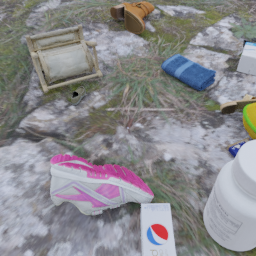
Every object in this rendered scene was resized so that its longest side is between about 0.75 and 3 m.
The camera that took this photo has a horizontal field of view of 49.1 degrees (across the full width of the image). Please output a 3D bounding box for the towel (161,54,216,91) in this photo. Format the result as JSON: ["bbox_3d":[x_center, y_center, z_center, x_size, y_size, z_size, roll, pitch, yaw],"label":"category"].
[{"bbox_3d":[2.276,-2.158,10.618,1.088,0.473,1.949,-35,56,-27],"label":"towel"}]

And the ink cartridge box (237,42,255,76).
[{"bbox_3d":[4.797,-2.700,10.919,0.760,0.763,1.041,19,49,16],"label":"ink cartridge box"}]

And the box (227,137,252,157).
[{"bbox_3d":[3.547,0.874,7.992,0.782,0.209,1.291,-19,51,-17],"label":"box"}]

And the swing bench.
[{"bbox_3d":[-2.410,-2.689,10.477,2.222,1.449,2.234,-18,40,-15],"label":"swing bench"}]

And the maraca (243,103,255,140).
[{"bbox_3d":[4.269,0.064,8.166,1.457,1.137,2.125,-25,63,-35],"label":"maraca"}]

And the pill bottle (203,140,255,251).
[{"bbox_3d":[2.520,1.448,5.882,1.425,2.492,1.425,0,47,0],"label":"pill bottle"}]

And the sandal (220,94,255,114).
[{"bbox_3d":[3.920,-0.902,9.342,1.739,0.638,0.572,-5,54,1],"label":"sandal"}]

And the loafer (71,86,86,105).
[{"bbox_3d":[-1.739,-1.189,9.802,0.336,0.311,0.893,3,47,15],"label":"loafer"}]

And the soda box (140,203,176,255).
[{"bbox_3d":[0.643,2.715,5.916,0.680,0.727,2.136,0,47,0],"label":"soda box"}]

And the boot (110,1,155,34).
[{"bbox_3d":[0.560,-5.455,13.427,1.917,0.913,2.478,-25,55,-27],"label":"boot"}]

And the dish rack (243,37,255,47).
[{"bbox_3d":[5.624,-3.682,12.145,1.178,0.321,0.904,-36,57,-29],"label":"dish rack"}]

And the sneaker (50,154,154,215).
[{"bbox_3d":[-0.682,1.522,6.845,2.648,1.168,1.077,16,9,-11],"label":"sneaker"}]
